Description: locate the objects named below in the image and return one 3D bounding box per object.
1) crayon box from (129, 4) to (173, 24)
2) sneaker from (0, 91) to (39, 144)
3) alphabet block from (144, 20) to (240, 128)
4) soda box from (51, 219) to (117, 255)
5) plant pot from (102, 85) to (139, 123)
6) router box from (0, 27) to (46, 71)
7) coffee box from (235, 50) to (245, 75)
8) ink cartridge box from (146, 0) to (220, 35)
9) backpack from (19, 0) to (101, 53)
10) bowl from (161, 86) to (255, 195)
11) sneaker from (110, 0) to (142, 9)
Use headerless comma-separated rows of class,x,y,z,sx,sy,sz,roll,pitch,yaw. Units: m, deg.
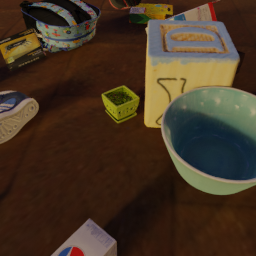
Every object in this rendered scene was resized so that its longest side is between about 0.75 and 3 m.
crayon box,1.076,-5.276,12.910,1.932,0.491,1.226,4,43,6
sneaker,-3.489,-0.353,7.562,1.359,0.748,1.856,20,49,29
alphabet block,1.519,-1.451,7.606,2.131,2.181,2.142,4,44,3
soda box,-1.100,2.520,4.447,0.671,0.717,2.106,30,51,28
plant pot,-0.204,-0.622,7.802,0.779,0.710,0.783,-26,49,-24
router box,-2.965,-2.209,7.844,1.074,0.280,0.844,-25,84,-3
coffee box,2.829,-2.398,9.653,1.900,0.758,1.074,34,53,31
ink cartridge box,2.229,-3.941,10.705,2.736,0.920,1.589,-31,20,-29
backpack,-2.297,-3.825,10.431,2.389,1.760,2.616,-34,52,-31
bowl,1.975,0.420,6.140,2.580,1.349,2.580,-1,47,1
sneaker,-0.015,-3.295,6.720,0.776,0.660,1.790,-3,41,42
